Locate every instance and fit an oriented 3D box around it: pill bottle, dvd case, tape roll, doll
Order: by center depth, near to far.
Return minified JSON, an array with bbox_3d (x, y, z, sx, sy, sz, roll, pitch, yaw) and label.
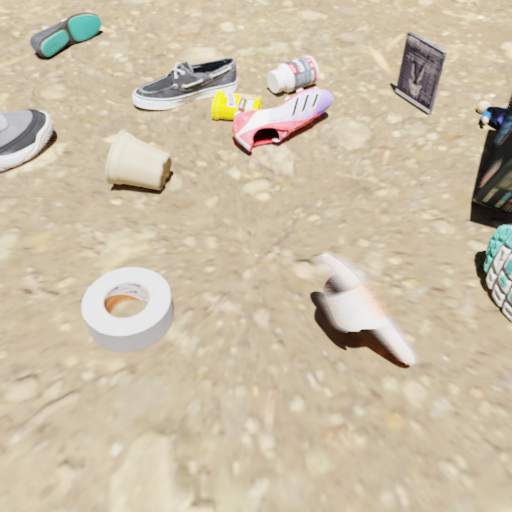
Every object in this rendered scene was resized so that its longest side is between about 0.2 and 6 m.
[{"bbox_3d":[-1.738,0.715,7.644,1.197,0.395,1.197,0,46,0],"label":"tape roll"},{"bbox_3d":[4.760,-2.661,10.902,0.854,0.303,1.252,-17,49,-17],"label":"doll"},{"bbox_3d":[3.223,-3.587,11.056,0.108,1.353,1.006,-24,51,-22],"label":"dvd case"},{"bbox_3d":[0.759,-3.778,11.765,0.991,0.593,0.593,-26,52,-22],"label":"pill bottle"}]

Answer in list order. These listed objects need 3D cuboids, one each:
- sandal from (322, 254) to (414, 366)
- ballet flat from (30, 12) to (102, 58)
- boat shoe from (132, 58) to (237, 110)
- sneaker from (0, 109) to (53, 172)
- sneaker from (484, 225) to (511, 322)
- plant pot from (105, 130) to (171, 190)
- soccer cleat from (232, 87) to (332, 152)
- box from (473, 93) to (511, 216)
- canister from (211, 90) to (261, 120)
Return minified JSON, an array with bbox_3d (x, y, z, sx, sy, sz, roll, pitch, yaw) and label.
[{"bbox_3d":[1.294,0.792,6.958,0.524,1.828,0.700,-38,12,2],"label":"sandal"},{"bbox_3d":[-4.518,-5.262,13.155,0.687,0.687,1.882,28,55,24],"label":"ballet flat"},{"bbox_3d":[-1.452,-3.598,11.467,2.250,0.763,0.807,-14,48,-13],"label":"boat shoe"},{"bbox_3d":[-5.145,-2.273,9.497,3.157,1.797,1.191,-25,51,-22],"label":"sneaker"},{"bbox_3d":[4.320,0.683,7.392,1.349,1.147,2.957,-11,51,-29],"label":"sneaker"},{"bbox_3d":[-1.948,-1.545,9.507,0.878,0.959,0.959,18,48,2],"label":"plant pot"},{"bbox_3d":[0.572,-2.550,10.590,2.131,0.711,0.815,-20,62,-16],"label":"soccer cleat"},{"bbox_3d":[4.370,-2.277,8.201,0.699,3.040,2.416,23,74,8],"label":"box"},{"bbox_3d":[-0.381,-2.962,11.138,0.898,0.389,0.667,7,47,5],"label":"canister"}]
